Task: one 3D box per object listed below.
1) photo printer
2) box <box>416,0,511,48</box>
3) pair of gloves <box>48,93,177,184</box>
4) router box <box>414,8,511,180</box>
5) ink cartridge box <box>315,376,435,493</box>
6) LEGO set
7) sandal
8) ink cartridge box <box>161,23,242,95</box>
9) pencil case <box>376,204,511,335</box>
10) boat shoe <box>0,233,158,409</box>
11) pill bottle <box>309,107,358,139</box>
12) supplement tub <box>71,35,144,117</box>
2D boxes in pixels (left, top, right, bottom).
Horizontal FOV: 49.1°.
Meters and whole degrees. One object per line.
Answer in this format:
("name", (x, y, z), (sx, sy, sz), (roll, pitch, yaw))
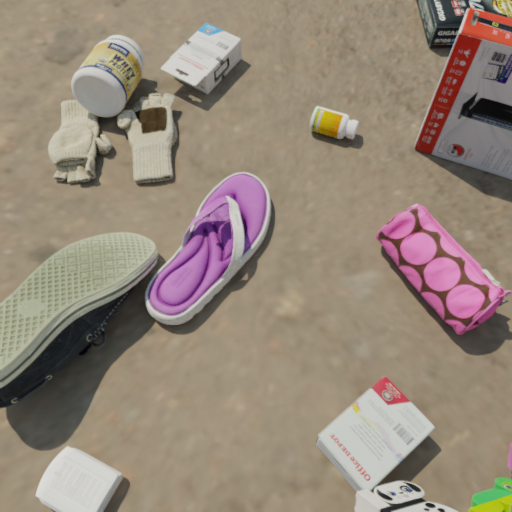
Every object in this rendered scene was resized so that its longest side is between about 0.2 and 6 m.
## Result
("photo printer", (-2.337, 3.001, 7.321), (0.926, 0.322, 0.771), (23, 61, 12))
("box", (4.481, -5.488, 11.881), (1.997, 0.578, 2.513), (-1, 61, -1))
("pair of gloves", (-2.597, -2.174, 10.158), (2.282, 0.400, 1.940), (0, 61, 1))
("router box", (4.060, -2.431, 9.032), (2.327, 2.593, 0.633), (20, 62, 11))
("ink cartridge box", (1.568, 2.415, 7.527), (1.285, 0.532, 0.936), (-36, 67, -18))
("LEGO set", (2.435, 3.097, 6.655), (3.542, 1.453, 1.351), (1, 97, -30))
("sandal", (-0.655, -0.245, 8.880), (1.237, 0.747, 3.039), (23, 63, 12))
("ink cartridge box", (-1.059, -3.778, 10.973), (0.881, 0.515, 1.519), (30, 65, 16))
("pencil case", (2.804, 0.127, 8.546), (0.948, 0.979, 2.089), (-18, 60, -42))
("boat shoe", (-2.764, 0.819, 8.151), (1.284, 1.071, 3.441), (26, 49, 21))
("pill bottle", (1.428, -2.407, 10.247), (0.818, 0.454, 0.454), (19, 63, 11))
("supplement tub", (-2.705, -3.361, 10.403), (1.002, 1.002, 1.387), (11, 52, 6))
